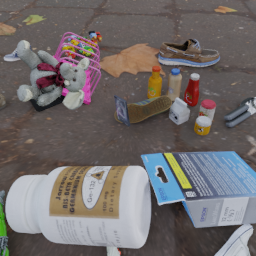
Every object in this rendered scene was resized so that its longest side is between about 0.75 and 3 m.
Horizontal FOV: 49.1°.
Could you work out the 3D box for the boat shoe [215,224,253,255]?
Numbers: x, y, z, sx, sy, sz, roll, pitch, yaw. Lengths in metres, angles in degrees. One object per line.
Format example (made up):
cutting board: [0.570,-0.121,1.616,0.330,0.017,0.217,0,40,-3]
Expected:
boat shoe: [2.365,2.740,5.991,1.560,0.576,0.665,-32,49,-28]

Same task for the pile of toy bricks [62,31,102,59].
pile of toy bricks: [-2.003,-3.892,13.501,2.070,1.149,1.022,-26,88,-46]

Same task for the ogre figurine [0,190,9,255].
ogre figurine: [-3.998,2.173,6.121,2.961,1.453,1.775,-8,57,14]

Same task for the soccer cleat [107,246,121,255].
soccer cleat: [-0.322,2.859,6.027,0.423,0.378,1.092,-17,46,-15]

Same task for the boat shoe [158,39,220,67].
boat shoe: [2.856,-3.464,12.822,2.849,1.031,1.029,-3,41,-3]

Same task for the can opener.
can opener: [4.067,-0.567,9.995,1.930,0.508,0.642,-29,13,-31]

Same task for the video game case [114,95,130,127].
video game case: [-0.165,-0.482,7.860,0.076,0.796,0.569,-26,36,-24]

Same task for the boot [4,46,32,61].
boot: [-5.234,-3.587,13.291,1.350,0.610,0.491,-11,42,-13]

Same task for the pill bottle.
pill bottle: [-1.058,1.684,6.199,2.912,1.665,1.665,-3,39,16]

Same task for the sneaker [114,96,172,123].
sneaker: [0.574,-0.630,9.905,2.011,0.674,0.903,-16,1,10]

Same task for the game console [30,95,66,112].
game console: [-3.209,-1.326,11.029,1.568,0.912,1.379,-28,18,-29]

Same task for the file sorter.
file sorter: [-1.985,-2.407,10.793,1.661,1.499,2.390,19,35,-23]

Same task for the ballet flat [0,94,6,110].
ballet flat: [-5.994,-1.028,10.276,2.898,0.672,0.976,-1,41,-1]

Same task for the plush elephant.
plush elephant: [-1.374,-1.004,5.656,1.126,1.455,1.198,-9,72,18]

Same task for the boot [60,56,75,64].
boot: [-2.874,-2.895,12.624,0.890,0.433,1.183,-13,39,-17]

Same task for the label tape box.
label tape box: [1.769,1.406,6.795,2.672,0.883,1.914,-2,26,-9]

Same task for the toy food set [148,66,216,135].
toy food set: [2.013,-1.147,9.914,1.404,1.323,2.941,-23,46,-24]
